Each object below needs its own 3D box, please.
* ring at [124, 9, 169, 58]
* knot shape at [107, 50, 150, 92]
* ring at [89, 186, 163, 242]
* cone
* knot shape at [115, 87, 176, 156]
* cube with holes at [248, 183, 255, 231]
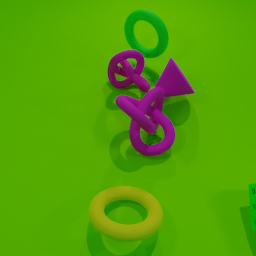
[{"bbox_3d":[0.561,-2.944,8.854,1.592,1.592,0.318,28,54,20],"label":"ring"},{"bbox_3d":[-0.091,-1.709,8.516,1.483,1.585,0.732,10,59,43],"label":"knot shape"},{"bbox_3d":[-0.044,1.777,5.975,1.577,0.315,1.577,4,24,-2],"label":"ring"},{"bbox_3d":[1.082,-1.178,8.158,1.242,1.237,1.237,-34,52,17],"label":"cone"},{"bbox_3d":[0.559,-0.343,7.349,1.852,0.856,1.733,53,44,-16],"label":"knot shape"},{"bbox_3d":[3.230,1.634,5.735,0.976,0.976,0.976,7,73,-12],"label":"cube with holes"}]
